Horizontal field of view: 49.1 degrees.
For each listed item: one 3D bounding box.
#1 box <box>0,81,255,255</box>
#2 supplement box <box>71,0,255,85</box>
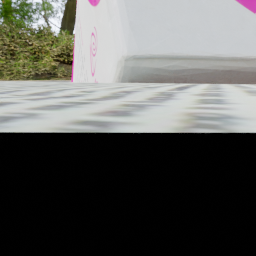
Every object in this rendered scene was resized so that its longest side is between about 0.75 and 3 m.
[{"bbox_3d":[0.151,0.696,0.246,2.631,1.434,1.682,4,11,17],"label":"box"},{"bbox_3d":[0.175,-0.215,2.306,1.233,1.207,2.385,-3,-27,-14],"label":"supplement box"}]
